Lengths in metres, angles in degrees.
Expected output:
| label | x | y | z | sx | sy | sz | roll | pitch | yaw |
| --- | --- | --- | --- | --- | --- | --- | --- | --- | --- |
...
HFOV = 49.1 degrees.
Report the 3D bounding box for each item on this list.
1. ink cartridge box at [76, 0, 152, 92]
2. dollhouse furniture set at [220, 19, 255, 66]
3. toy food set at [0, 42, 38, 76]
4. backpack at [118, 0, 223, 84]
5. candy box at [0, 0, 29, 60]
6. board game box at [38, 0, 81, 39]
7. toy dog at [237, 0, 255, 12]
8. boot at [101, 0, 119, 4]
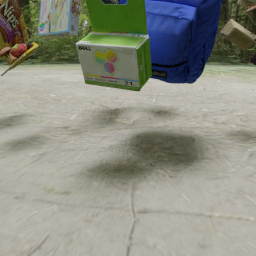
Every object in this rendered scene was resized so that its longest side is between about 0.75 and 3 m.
| label | x | y | z | sx | sy | sz | roll | pitch | yaw |
| --- | --- | --- | --- | --- | --- | --- | --- | --- | --- |
| ink cartridge box | -0.301 | -1.620 | 5.105 | 1.255 | 1.698 | 0.643 | 11 | 43 | 24 |
| dollhouse furniture set | 3.494 | -2.807 | 7.901 | 1.663 | 1.318 | 1.180 | 26 | 35 | -17 |
| toy food set | -2.821 | -1.905 | 7.064 | 0.862 | 0.479 | 1.466 | -35 | 21 | 15 |
| backpack | 0.905 | -2.364 | 6.940 | 2.397 | 2.475 | 2.949 | 20 | -23 | 15 |
| candy box | -4.020 | -3.437 | 9.167 | 0.628 | 2.225 | 1.298 | 19 | 61 | 2 |
| board game box | -1.937 | -3.673 | 8.016 | 1.382 | 2.056 | 0.352 | 9 | 5 | 36 |
| toy dog | 3.346 | -3.671 | 7.248 | 1.040 | 1.424 | 2.160 | 8 | 7 | -9 |
| boot | -0.172 | -3.542 | 10.140 | 2.342 | 0.933 | 2.842 | 34 | 3 | -7 |
